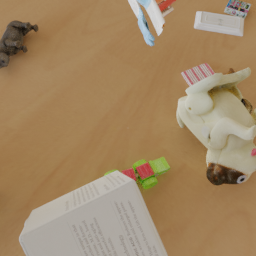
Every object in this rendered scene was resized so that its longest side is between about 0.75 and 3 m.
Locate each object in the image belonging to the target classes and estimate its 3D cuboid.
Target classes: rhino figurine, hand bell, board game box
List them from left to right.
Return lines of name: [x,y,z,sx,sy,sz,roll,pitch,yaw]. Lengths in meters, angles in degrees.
rhino figurine: [-4.009,-2.815,9.576,1.004,0.686,2.295,8,63,19]
hand bell: [3.269,-1.243,8.758,1.013,1.013,1.945,10,51,5]
board game box: [4.227,-4.615,10.801,0.828,0.266,0.611,24,64,13]

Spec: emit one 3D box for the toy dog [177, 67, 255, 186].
toy dog: [2.361,0.150,7.195,1.852,2.574,2.655,-13,79,-46]

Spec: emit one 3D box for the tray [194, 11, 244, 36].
tray: [3.439,-3.977,10.491,1.813,0.201,0.974,12,63,6]

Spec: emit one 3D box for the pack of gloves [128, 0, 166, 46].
pack of gloves: [0.285,-2.920,6.956,0.336,1.430,1.702,-22,83,-12]

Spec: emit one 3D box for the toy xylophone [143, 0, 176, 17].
toy xylophone: [0.659,-3.738,7.939,1.028,1.404,0.353,-38,31,17]

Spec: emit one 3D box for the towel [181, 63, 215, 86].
towel: [2.378,-1.718,9.307,1.014,0.152,0.742,-22,64,-9]

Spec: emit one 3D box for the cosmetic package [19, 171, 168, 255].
cosmetic package: [-0.695,2.250,5.821,2.257,1.860,1.862,-24,92,-11]

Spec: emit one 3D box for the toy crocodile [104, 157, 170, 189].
toy crocodile: [0.089,1.304,7.354,2.162,0.667,0.730,-19,63,-10]
